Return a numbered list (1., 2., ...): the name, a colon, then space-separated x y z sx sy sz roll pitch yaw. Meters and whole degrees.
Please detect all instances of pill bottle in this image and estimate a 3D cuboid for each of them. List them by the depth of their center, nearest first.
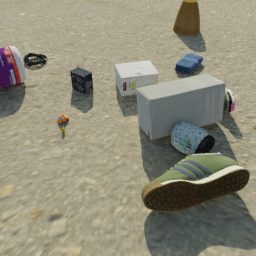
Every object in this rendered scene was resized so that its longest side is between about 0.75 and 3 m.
1. pill bottle: -5.484 -2.232 10.950 2.633 1.481 1.481 -21 44 -24

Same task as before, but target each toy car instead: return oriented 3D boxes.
1. toy car: -2.126 -0.197 9.436 0.416 0.282 0.849 -17 42 -19

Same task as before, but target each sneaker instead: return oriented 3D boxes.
1. sneaker: 1.586 1.291 7.284 2.748 0.922 1.234 -12 26 -8
2. sneaker: 3.108 -1.166 10.249 0.919 0.775 2.100 -9 36 -10

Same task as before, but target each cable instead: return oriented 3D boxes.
1. cable: -4.401 -3.191 13.100 1.161 0.295 0.947 24 50 23

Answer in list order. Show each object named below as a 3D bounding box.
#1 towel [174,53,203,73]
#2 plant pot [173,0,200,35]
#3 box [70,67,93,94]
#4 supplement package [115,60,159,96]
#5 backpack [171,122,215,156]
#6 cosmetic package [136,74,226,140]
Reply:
1. towel: 2.770 -2.922 12.664 0.840 0.365 1.505 23 44 25
2. plant pot: 3.392 -6.283 15.712 1.551 1.664 1.551 1 40 0
3. box: -1.818 -1.877 11.059 0.782 0.795 0.467 26 46 27
4. supplement package: 0.322 -1.999 11.164 1.489 0.826 1.160 -9 41 -11
5. backpack: 1.876 0.361 8.388 1.206 0.763 1.006 27 49 32
6. cosmetic package: 1.700 -0.741 9.104 2.707 1.446 1.221 -11 31 -15
